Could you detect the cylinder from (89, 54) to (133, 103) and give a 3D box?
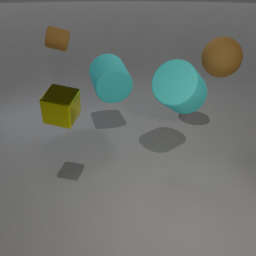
[{"bbox_3d":[-0.669,-1.882,10.620,1.400,1.400,1.400,-8,41,-14],"label":"cylinder"}]

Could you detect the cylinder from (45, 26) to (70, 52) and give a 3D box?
[{"bbox_3d":[-2.357,-2.986,9.383,0.700,0.700,0.700,11,26,-10],"label":"cylinder"}]

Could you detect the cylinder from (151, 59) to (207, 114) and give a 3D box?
[{"bbox_3d":[1.623,-1.241,8.715,1.400,1.400,1.400,17,0,28],"label":"cylinder"}]

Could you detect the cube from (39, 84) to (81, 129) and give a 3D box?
[{"bbox_3d":[-1.558,-0.512,6.550,0.700,0.700,0.700,12,42,7],"label":"cube"}]

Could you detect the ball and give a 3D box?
[{"bbox_3d":[3.323,-2.505,9.929,1.400,1.400,1.400,0,28,0],"label":"ball"}]
